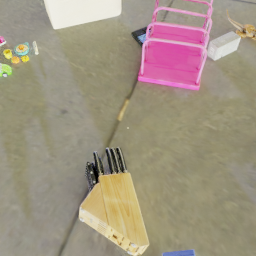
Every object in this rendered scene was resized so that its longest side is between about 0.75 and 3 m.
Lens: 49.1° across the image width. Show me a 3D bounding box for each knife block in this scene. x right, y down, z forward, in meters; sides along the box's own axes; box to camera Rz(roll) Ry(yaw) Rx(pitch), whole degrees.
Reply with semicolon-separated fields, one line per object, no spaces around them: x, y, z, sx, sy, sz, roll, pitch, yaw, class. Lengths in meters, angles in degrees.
-0.164;1.552;6.692;2.238;0.716;1.965;30;52;12;knife block

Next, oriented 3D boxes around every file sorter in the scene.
1.642;-3.102;9.309;2.039;1.840;2.935;11;59;6;file sorter

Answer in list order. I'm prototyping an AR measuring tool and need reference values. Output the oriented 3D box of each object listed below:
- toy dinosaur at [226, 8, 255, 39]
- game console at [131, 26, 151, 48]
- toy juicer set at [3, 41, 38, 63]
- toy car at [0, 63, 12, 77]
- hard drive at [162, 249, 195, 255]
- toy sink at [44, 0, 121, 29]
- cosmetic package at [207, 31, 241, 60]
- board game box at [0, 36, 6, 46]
4.516;-3.820;10.860;2.235;0.675;1.187;34;38;15;toy dinosaur
0.924;-3.463;10.734;1.183;0.208;1.338;-23;57;-16;game console
-3.771;-2.794;10.156;1.277;0.348;0.813;-34;61;-23;toy juicer set
-4.852;-1.920;9.473;1.714;0.406;1.822;-12;55;-9;toy car
1.167;3.183;5.906;0.716;0.138;1.085;-5;54;-4;hard drive
-1.909;-5.478;11.174;2.895;1.887;1.622;-18;55;-11;toy sink
3.462;-2.978;10.138;1.131;0.604;0.510;-27;57;-16;cosmetic package
-6.024;-3.362;10.630;1.976;0.256;1.976;-38;62;-25;board game box
